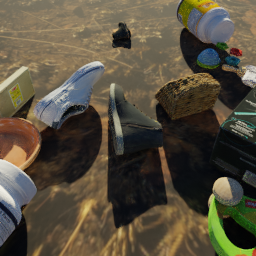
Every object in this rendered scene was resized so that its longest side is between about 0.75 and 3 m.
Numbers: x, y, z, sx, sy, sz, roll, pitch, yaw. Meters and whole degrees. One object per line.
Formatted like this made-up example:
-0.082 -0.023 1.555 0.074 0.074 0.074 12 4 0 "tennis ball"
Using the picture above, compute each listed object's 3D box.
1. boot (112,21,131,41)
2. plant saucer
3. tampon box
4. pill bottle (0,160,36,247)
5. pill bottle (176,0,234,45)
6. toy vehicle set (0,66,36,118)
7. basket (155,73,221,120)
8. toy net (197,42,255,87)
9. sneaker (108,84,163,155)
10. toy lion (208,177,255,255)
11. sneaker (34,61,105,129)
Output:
-0.446 -4.458 12.818 0.831 0.465 1.201 -18 46 -11 "boot"
-3.521 0.606 7.672 2.292 0.429 2.292 -1 44 1 "plant saucer"
3.481 0.228 7.360 1.641 1.382 2.190 31 53 28 "tampon box"
-3.112 1.925 5.597 1.472 1.472 2.544 18 46 17 "pill bottle"
3.385 -4.781 12.336 1.528 1.528 2.798 -15 47 -14 "pill bottle"
-3.638 -1.074 8.924 0.225 1.054 1.696 16 46 15 "toy vehicle set"
1.871 -1.249 8.977 1.721 1.229 1.282 -15 48 -16 "basket"
4.072 -2.299 10.573 1.550 0.571 2.955 -24 51 -26 "toy net"
0.152 -0.316 8.372 1.357 0.955 2.554 -3 53 -11 "sneaker"
2.925 2.397 5.543 2.601 0.893 2.493 10 47 10 "toy lion"
-1.610 -1.012 8.976 1.018 1.050 2.876 40 65 6 "sneaker"
